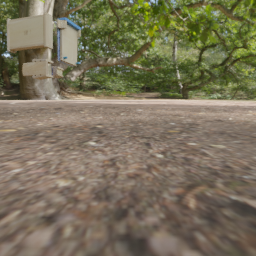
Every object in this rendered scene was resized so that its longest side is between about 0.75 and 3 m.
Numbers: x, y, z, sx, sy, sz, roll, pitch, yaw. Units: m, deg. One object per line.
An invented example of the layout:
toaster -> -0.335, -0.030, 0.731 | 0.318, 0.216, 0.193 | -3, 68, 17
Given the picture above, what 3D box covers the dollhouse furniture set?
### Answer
dollhouse furniture set -> -2.737, -2.617, 9.688 | 1.494, 2.161, 2.289 | 0, 1, 21
